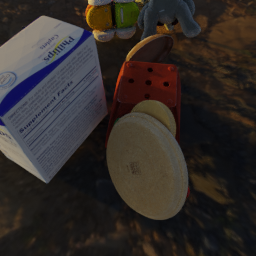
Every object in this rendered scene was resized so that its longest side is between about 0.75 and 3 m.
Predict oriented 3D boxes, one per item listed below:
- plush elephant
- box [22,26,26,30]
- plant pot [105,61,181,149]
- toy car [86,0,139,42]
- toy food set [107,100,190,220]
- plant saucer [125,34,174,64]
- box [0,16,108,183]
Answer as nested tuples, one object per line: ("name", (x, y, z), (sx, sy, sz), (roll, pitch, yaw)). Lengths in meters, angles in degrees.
("plush elephant", (1.290, -4.159, 9.849), (1.989, 2.415, 1.870), (-14, 12, 15))
("box", (-2.668, -2.549, 9.139), (1.304, 0.810, 1.315), (-1, 88, 0))
("plant pot", (0.492, -0.639, 7.603), (2.070, 1.824, 2.068), (6, 57, 4))
("toy car", (-0.587, -4.103, 10.002), (1.895, 1.659, 1.421), (-11, 38, -10))
("toy food set", (0.358, 0.811, 6.300), (0.615, 2.501, 2.527), (-16, 76, -40))
("plant saucer", (0.579, -2.233, 8.604), (1.821, 1.821, 0.292), (-28, 75, -17))
("box", (-2.025, -0.612, 6.852), (1.561, 2.975, 2.736), (27, 61, 20))
